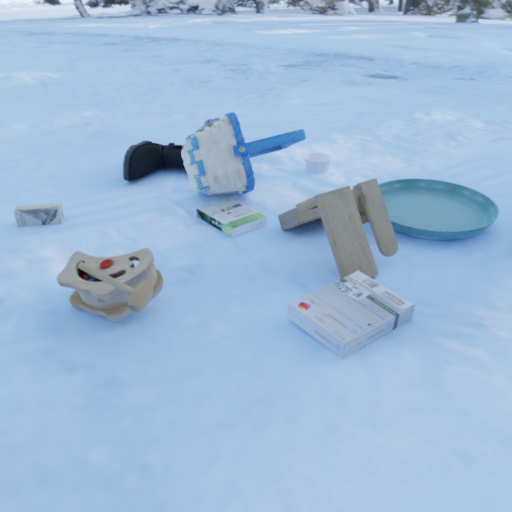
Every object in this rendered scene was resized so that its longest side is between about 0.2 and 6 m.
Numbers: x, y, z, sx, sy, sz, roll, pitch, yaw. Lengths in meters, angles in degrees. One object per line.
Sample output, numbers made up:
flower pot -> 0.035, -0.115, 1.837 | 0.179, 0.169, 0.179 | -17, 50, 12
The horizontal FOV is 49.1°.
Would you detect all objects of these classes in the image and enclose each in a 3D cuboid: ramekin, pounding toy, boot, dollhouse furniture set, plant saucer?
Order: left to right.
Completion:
pounding toy -> -2.227, 0.197, 8.728 | 2.024, 1.161, 1.157 | 12, 45, 32
boot -> -1.913, -2.354, 14.138 | 2.433, 0.799, 2.005 | 8, 32, 5
ramekin -> 1.590, -2.399, 14.550 | 0.698, 0.340, 0.698 | -1, 30, 0
dollhouse furniture set -> 1.636, -0.357, 10.918 | 1.952, 1.672, 2.053 | -18, -1, -28
plant saucer -> 3.730, -1.000, 12.054 | 2.743, 0.376, 2.743 | 0, 30, 0

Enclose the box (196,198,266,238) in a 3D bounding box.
box -> -0.532, -0.826, 11.899 | 0.931, 0.234, 1.290 | -22, 35, -33

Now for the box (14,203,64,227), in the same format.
box -> -4.568, -0.863, 11.804 | 0.932, 0.383, 0.319 | -6, 30, -8

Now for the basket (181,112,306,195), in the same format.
basket -> -0.320, -2.299, 12.495 | 2.564, 1.783, 2.260 | -12, 5, -10

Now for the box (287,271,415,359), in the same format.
box -> 1.482, 0.866, 8.752 | 1.578, 0.325, 1.230 | -21, 39, -34
